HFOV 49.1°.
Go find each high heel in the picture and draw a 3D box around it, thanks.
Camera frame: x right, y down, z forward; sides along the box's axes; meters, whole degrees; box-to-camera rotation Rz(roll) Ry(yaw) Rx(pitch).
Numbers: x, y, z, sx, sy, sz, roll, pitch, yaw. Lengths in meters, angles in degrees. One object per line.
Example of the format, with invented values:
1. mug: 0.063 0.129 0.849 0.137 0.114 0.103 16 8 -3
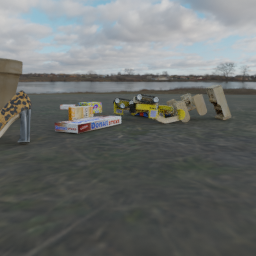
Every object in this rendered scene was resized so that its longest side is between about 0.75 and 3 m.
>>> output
1. high heel: -2.875 -0.262 5.894 1.618 1.153 0.578 1 -9 -18

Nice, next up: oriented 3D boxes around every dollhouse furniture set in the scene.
1. dollhouse furniture set: 2.660 -0.686 10.601 1.961 1.276 1.802 -22 8 0

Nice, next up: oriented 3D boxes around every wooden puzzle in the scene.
1. wooden puzzle: 1.059 -0.780 12.328 1.907 0.477 2.059 -5 14 -29

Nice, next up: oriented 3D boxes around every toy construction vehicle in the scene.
1. toy construction vehicle: 0.656 -0.584 9.981 2.263 0.797 1.970 8 -4 -12

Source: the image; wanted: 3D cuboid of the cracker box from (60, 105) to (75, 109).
1. cracker box: -3.347 -1.171 15.599 0.804 0.232 0.539 -1 8 -8

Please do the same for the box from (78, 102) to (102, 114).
1. box: -1.783 -0.949 13.166 0.827 0.505 0.797 -9 13 -43

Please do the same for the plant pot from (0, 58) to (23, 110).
1. plant pot: -5.045 -1.349 9.936 2.515 2.182 2.515 2 7 0

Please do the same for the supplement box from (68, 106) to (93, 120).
1. supplement box: -1.683 -0.508 10.051 0.842 0.530 0.309 -6 9 -31

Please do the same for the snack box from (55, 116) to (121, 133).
1. snack box: -1.111 -0.140 8.400 0.811 0.274 2.257 5 10 29
